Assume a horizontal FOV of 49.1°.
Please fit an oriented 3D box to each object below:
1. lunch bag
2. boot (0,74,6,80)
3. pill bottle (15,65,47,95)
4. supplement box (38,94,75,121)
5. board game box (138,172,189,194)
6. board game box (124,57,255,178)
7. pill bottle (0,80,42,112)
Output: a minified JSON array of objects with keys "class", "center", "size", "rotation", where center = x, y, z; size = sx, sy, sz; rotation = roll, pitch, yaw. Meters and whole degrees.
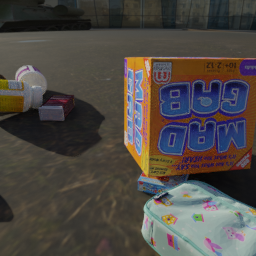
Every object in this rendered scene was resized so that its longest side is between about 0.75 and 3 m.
[{"class":"lunch bag","center":[1.383,1.724,4.803],"size":[1.717,0.825,2.141],"rotation":[-17,29,-34]},{"class":"boot","center":[-6.968,-1.686,12.481],"size":[2.907,1.086,1.409],"rotation":[-8,33,6]},{"class":"pill bottle","center":[-4.646,-2.264,13.284],"size":[1.263,1.263,2.250],"rotation":[-10,26,-22]},{"class":"supplement box","center":[-2.730,-0.827,10.929],"size":[0.925,0.518,1.700],"rotation":[2,25,5]},{"class":"board game box","center":[0.866,1.193,6.666],"size":[1.024,0.286,1.002],"rotation":[9,26,19]},{"class":"board game box","center":[1.377,-0.496,7.127],"size":[2.529,2.531,2.529],"rotation":[-3,14,-12]},{"class":"pill bottle","center":[-4.480,-1.232,10.806],"size":[2.157,1.216,1.216],"rotation":[-1,22,-27]}]
